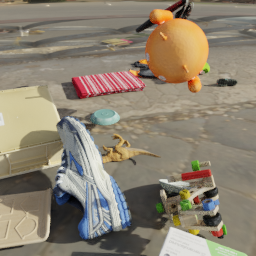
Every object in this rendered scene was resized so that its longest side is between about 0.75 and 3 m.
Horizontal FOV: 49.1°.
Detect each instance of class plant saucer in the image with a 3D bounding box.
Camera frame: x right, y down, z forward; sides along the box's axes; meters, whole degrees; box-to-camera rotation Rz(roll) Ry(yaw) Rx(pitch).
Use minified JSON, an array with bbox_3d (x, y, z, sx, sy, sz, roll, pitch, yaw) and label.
[{"bbox_3d":[1.222,1.407,6.410,1.085,0.272,1.085,9,-5,1],"label":"plant saucer"},{"bbox_3d":[-0.822,-0.432,9.949,1.062,0.191,1.062,0,30,0],"label":"plant saucer"}]

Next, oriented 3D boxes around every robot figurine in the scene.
[{"bbox_3d":[1.372,-2.172,7.882,1.689,2.083,2.896,10,18,10],"label":"robot figurine"}]

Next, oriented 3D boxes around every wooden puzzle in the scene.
[{"bbox_3d":[-2.330,1.913,5.778,1.502,0.348,1.391,-9,31,-7],"label":"wooden puzzle"}]

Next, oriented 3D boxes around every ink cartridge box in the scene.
[{"bbox_3d":[0.915,2.541,4.078,1.269,0.733,1.744,13,39,22],"label":"ink cartridge box"}]

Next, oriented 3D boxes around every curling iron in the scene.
[{"bbox_3d":[1.122,-3.803,9.810,0.363,0.705,2.843,15,-7,-36],"label":"curling iron"}]

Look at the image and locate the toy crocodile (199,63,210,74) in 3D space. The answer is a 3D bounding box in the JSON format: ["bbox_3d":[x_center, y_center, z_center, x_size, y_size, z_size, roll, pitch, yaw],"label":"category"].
[{"bbox_3d":[3.011,-2.666,13.371,2.346,0.724,0.792,-28,-1,-37],"label":"toy crocodile"}]

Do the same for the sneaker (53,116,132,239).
[{"bbox_3d":[-1.106,0.971,6.024,1.263,1.142,2.965,-25,58,-15],"label":"sneaker"}]

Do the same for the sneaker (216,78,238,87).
[{"bbox_3d":[4.441,-2.066,12.693,0.984,0.371,0.390,3,17,-9],"label":"sneaker"}]

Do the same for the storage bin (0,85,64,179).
[{"bbox_3d":[-2.939,0.043,7.576,2.195,1.036,2.211,-12,53,-22],"label":"storage bin"}]

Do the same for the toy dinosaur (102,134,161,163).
[{"bbox_3d":[-0.087,0.678,7.851,1.882,0.569,1.000,-9,52,-1],"label":"toy dinosaur"}]

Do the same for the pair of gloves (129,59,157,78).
[{"bbox_3d":[1.258,-3.101,14.455,2.241,0.311,2.515,6,31,11],"label":"pair of gloves"}]

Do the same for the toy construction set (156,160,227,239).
[{"bbox_3d":[1.073,1.420,5.388,1.299,1.691,1.410,-12,35,17],"label":"toy construction set"}]

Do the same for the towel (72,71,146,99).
[{"bbox_3d":[-0.934,-1.977,12.486,2.933,0.330,2.121,-10,32,-17],"label":"towel"}]
